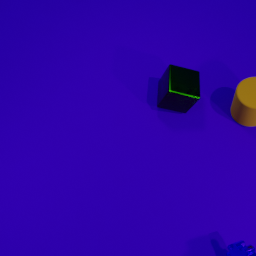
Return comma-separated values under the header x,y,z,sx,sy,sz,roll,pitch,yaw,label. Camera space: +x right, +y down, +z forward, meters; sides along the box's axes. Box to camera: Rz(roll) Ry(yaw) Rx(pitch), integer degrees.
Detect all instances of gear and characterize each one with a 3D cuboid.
x,y,z,sx,sy,sz,roll,pitch,yaw,label
2.807,3.324,6.477,0.246,1.333,1.333,-14,67,-16,gear

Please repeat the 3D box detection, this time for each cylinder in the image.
x,y,z,sx,sy,sz,roll,pitch,yaw,label
3.696,-0.762,8.314,1.096,1.096,1.096,-5,61,9,cylinder

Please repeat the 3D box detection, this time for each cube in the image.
x,y,z,sx,sy,sz,roll,pitch,yaw,label
1.505,-1.154,8.424,0.977,0.977,0.977,11,64,-11,cube
